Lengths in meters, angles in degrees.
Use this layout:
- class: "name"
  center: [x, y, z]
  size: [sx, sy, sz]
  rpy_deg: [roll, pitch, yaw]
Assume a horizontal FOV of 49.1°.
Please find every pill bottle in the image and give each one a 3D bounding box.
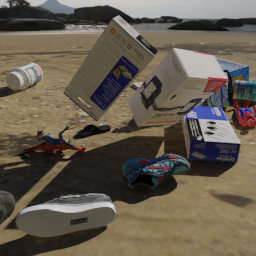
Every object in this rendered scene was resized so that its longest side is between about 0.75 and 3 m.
- class: "pill bottle"
  center: [5.188, -1.688, 12.540]
  size: [1.486, 0.823, 0.823]
  rpy_deg: [9, 26, 20]
- class: "pill bottle"
  center: [-5.271, -2.583, 14.188]
  size: [1.109, 1.109, 1.855]
  rpy_deg: [6, 25, 14]

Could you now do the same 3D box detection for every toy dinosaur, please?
- class: "toy dinosaur"
  center: [-1.996, 0.542, 8.193]
  size: [1.416, 0.819, 1.561]
  rpy_deg: [31, 74, 29]

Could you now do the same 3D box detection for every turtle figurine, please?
- class: "turtle figurine"
  center: [1.830, -1.033, 11.056]
  size: [2.101, 2.167, 1.559]
  rpy_deg: [7, -6, -40]

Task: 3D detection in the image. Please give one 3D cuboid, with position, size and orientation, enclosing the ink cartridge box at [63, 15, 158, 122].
- class: "ink cartridge box"
  center: [-0.582, -1.476, 7.648]
  size: [1.345, 2.841, 0.527]
  rpy_deg: [41, 37, -6]

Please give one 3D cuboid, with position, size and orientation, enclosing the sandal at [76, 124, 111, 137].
- class: "sandal"
  center: [-1.160, 0.015, 9.362]
  size: [1.225, 0.293, 0.460]
  rpy_deg: [-14, 28, -29]

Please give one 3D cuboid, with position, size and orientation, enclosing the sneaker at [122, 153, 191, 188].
- class: "sneaker"
  center: [0.706, 1.131, 6.678]
  size: [1.647, 0.653, 0.787]
  rpy_deg: [-6, 39, -1]

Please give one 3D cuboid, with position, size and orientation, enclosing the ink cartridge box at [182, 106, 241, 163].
- class: "ink cartridge box"
  center: [2.470, 0.071, 8.811]
  size: [1.355, 0.637, 2.882]
  rpy_deg: [4, 24, 6]

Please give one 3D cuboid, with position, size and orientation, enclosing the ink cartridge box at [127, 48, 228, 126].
- class: "ink cartridge box"
  center: [1.357, -1.065, 8.199]
  size: [1.732, 2.392, 1.009]
  rpy_deg: [-3, 62, -37]

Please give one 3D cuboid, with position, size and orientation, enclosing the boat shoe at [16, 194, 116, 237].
- class: "boat shoe"
  center: [-1.171, 1.586, 5.421]
  size: [1.827, 0.655, 0.619]
  rpy_deg: [-4, 25, -15]

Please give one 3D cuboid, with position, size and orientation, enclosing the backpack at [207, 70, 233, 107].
- class: "backpack"
  center: [3.873, -1.507, 11.714]
  size: [1.313, 1.393, 1.708]
  rpy_deg: [-6, 30, 7]

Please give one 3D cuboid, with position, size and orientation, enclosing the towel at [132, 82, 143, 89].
- class: "towel"
  center: [0.803, -2.199, 14.503]
  size: [0.950, 0.160, 0.995]
  rpy_deg: [-10, 27, -21]

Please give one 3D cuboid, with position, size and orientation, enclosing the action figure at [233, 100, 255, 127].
- class: "action figure"
  center: [4.383, -0.561, 10.420]
  size: [0.734, 0.580, 2.243]
  rpy_deg: [7, 27, 9]

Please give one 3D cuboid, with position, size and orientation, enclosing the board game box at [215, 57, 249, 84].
- class: "board game box"
  center: [4.017, -2.648, 14.089]
  size: [2.710, 0.773, 2.767]
  rpy_deg: [-20, 29, -14]

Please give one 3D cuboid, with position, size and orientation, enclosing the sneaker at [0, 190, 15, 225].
- class: "sneaker"
  center: [-2.887, 1.980, 4.307]
  size: [1.235, 0.907, 2.729]
  rpy_deg: [24, 37, 37]
